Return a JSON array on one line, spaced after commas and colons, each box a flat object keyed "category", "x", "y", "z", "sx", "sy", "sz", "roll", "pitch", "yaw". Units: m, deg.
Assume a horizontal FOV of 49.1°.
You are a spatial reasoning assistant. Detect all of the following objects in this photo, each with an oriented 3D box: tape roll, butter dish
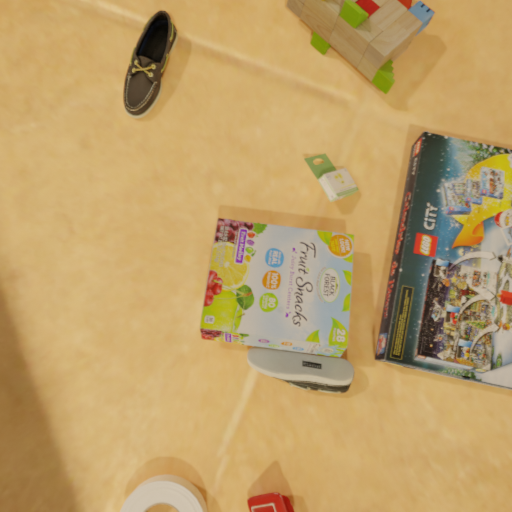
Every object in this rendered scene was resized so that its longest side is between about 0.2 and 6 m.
[{"category": "tape roll", "x": -1.695, "y": 4.915, "z": 10.288, "sx": 1.629, "sy": 0.570, "sz": 1.629, "roll": 0, "pitch": 79, "yaw": 0}, {"category": "butter dish", "x": 0.410, "y": 4.769, "z": 10.296, "sx": 0.917, "sy": 0.680, "sz": 0.920, "roll": -30, "pitch": 73, "yaw": 37}]

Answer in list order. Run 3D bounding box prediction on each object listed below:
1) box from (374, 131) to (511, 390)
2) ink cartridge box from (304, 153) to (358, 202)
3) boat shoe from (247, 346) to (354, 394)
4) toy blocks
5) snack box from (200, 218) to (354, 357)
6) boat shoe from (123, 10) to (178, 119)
[{"category": "box", "x": 4.315, "y": 0.115, "z": 10.959, "sx": 3.136, "sy": 0.865, "sz": 4.592, "roll": 12, "pitch": 80, "yaw": 2}, {"category": "ink cartridge box", "x": 1.533, "y": -1.656, "z": 11.394, "sx": 0.779, "sy": 0.257, "sz": 1.070, "roll": -21, "pitch": 79, "yaw": -43}, {"category": "boat shoe", "x": 0.807, "y": 2.225, "z": 10.649, "sx": 2.042, "sy": 0.650, "sz": 0.722, "roll": 12, "pitch": 42, "yaw": 7}, {"category": "toy blocks", "x": 2.338, "y": -5.313, "z": 11.722, "sx": 3.296, "sy": 1.647, "sz": 2.253, "roll": 45, "pitch": 72, "yaw": 8}, {"category": "snack box", "x": 0.429, "y": 0.584, "z": 10.659, "sx": 2.690, "sy": 0.910, "sz": 2.269, "roll": 7, "pitch": 67, "yaw": 0}, {"category": "boat shoe", "x": -2.293, "y": -4.041, "z": 11.779, "sx": 0.814, "sy": 0.688, "sz": 2.284, "roll": 17, "pitch": 81, "yaw": 3}]
